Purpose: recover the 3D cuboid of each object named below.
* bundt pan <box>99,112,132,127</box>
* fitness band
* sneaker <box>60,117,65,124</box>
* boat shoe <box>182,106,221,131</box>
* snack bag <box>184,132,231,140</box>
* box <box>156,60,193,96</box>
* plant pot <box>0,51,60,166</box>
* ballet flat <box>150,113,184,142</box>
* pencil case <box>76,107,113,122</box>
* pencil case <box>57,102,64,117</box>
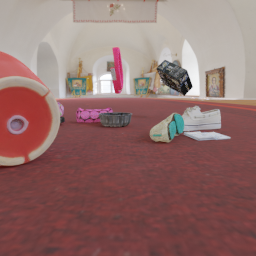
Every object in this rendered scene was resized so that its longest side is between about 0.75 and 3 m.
[{"bbox_3d":[-0.512,-0.344,11.651,1.409,0.529,1.409,-1,8,0],"label":"bundt pan"},{"bbox_3d":[-0.346,-1.953,9.610,0.304,1.626,1.168,-1,43,6],"label":"fitness band"},{"bbox_3d":[-3.587,-0.519,12.046,1.769,0.764,0.711,3,10,14],"label":"sneaker"},{"bbox_3d":[2.443,-0.387,10.579,2.568,0.896,0.910,-3,8,-20],"label":"boat shoe"},{"bbox_3d":[2.523,0.235,8.953,1.161,0.124,1.095,-1,8,-12],"label":"snack bag"},{"bbox_3d":[2.353,-2.536,14.112,1.593,0.686,1.305,39,-9,41],"label":"box"},{"bbox_3d":[-2.762,-0.380,6.099,2.507,2.507,2.218,-6,20,-39],"label":"plant pot"},{"bbox_3d":[1.238,-0.043,8.857,0.709,0.767,2.273,-8,4,23],"label":"ballet flat"},{"bbox_3d":[-1.585,-0.625,12.969,1.669,0.758,0.782,-1,44,-24],"label":"pencil case"},{"bbox_3d":[-4.154,-1.044,15.368,0.896,0.896,2.050,-4,8,-26],"label":"pencil case"}]
